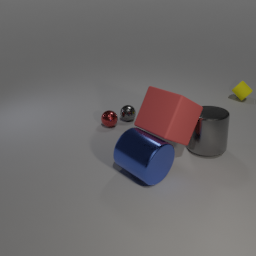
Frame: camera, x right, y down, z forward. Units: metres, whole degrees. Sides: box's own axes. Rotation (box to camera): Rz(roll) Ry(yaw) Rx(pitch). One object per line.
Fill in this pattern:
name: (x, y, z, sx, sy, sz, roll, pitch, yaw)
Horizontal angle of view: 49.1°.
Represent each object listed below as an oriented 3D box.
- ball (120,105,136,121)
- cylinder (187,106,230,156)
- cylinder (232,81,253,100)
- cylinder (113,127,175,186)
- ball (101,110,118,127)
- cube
ball: (-0.003, -0.651, 12.182, 0.700, 0.700, 0.700, 0, 30, 0)
cylinder: (2.847, 0.076, 10.018, 1.400, 1.400, 1.400, -3, 23, 1)
cylinder: (5.663, -1.860, 13.902, 0.700, 0.700, 0.700, 48, 44, 6)
cylinder: (0.503, 0.864, 8.793, 1.400, 1.400, 1.400, -26, 39, -38)
ball: (-0.777, -0.392, 11.704, 0.700, 0.700, 0.700, 0, 30, 0)
cube: (1.332, -0.394, 9.228, 1.400, 1.400, 1.400, 25, 5, 42)
